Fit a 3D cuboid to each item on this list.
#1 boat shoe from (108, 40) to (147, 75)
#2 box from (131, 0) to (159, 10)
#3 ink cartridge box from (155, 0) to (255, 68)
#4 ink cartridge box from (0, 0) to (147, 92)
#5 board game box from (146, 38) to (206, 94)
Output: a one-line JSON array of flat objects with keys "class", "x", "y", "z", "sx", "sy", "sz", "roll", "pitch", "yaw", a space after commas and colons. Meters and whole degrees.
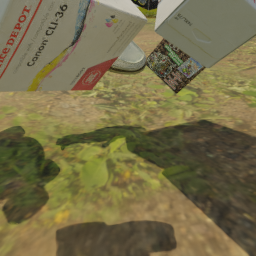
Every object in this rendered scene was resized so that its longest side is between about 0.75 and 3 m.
[{"class": "boat shoe", "x": -0.637, "y": -1.937, "z": 5.715, "sx": 2.361, "sy": 0.808, "sz": 0.882, "roll": 31, "pitch": 59, "yaw": 9}, {"class": "box", "x": 1.130, "y": -4.819, "z": 9.318, "sx": 2.972, "sy": 0.658, "sz": 2.381, "roll": -24, "pitch": 46, "yaw": -25}, {"class": "ink cartridge box", "x": 1.052, "y": -1.703, "z": 3.613, "sx": 0.979, "sy": 0.975, "sz": 1.335, "roll": 26, "pitch": 55, "yaw": -25}, {"class": "ink cartridge box", "x": -1.280, "y": -1.390, "z": 3.857, "sx": 2.979, "sy": 1.735, "sz": 1.005, "roll": -12, "pitch": 63, "yaw": -54}, {"class": "board game box", "x": 1.879, "y": -2.401, "z": 6.976, "sx": 1.214, "sy": 2.507, "sz": 1.999, "roll": 43, "pitch": 47, "yaw": -3}]
